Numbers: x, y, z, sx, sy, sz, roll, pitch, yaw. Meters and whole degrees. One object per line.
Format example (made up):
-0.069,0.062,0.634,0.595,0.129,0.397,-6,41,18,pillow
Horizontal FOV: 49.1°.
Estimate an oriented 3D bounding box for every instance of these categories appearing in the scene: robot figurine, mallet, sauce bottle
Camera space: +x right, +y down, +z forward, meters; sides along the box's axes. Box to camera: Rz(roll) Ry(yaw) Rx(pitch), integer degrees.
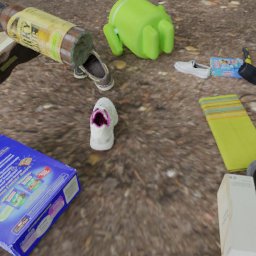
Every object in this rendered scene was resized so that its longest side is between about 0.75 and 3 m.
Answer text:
0.444,-3.719,10.271,2.619,1.727,2.985,-29,52,-17,robot figurine
4.259,-2.217,9.707,0.773,0.483,2.346,36,38,-3,mallet
-1.620,-1.688,4.779,2.080,0.673,0.673,25,50,16,sauce bottle

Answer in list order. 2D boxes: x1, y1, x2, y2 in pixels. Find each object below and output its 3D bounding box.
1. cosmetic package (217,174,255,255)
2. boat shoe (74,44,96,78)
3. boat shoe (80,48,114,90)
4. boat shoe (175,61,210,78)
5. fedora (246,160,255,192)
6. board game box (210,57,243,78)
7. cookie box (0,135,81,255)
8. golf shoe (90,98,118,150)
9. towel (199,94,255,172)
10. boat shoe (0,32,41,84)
2.115,1.757,5.372,0.574,0.813,1.570,7,44,8,cosmetic package
-1.493,-2.361,9.737,0.598,0.550,1.673,8,45,8,boat shoe
-1.255,-2.150,8.996,0.787,0.652,2.190,-37,71,-4,boat shoe
2.193,-2.083,9.550,1.265,0.416,0.455,29,51,26,boat shoe
3.040,1.289,6.036,1.041,0.531,1.177,-10,53,-7,fedora
3.423,-2.101,9.687,1.104,0.248,0.839,7,45,7,board game box
-2.421,1.293,5.822,2.171,0.816,1.857,22,49,21,cookie box
-0.636,-0.311,7.442,0.719,0.873,1.909,-2,43,-1,golf shoe
2.805,0.043,7.563,1.144,0.240,2.659,-7,46,0,towel
-2.859,-2.042,6.770,2.511,0.900,0.956,-40,71,-9,boat shoe
